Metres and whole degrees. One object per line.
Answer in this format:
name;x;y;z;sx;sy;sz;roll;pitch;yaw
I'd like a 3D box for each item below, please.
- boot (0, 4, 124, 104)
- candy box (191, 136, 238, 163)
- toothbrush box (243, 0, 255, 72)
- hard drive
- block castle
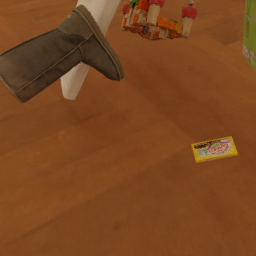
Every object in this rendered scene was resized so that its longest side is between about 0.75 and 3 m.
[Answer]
boot;-1.342;-1.186;5.768;2.142;1.947;0.777;-43;31;-9
candy box;1.833;0.458;5.975;0.867;0.114;0.443;-12;53;8
toothbrush box;3.196;-1.677;5.496;1.009;1.707;2.345;-13;43;7
hard drive;-1.116;-2.432;7.128;0.391;2.931;1.933;9;43;-29
block castle;0.867;-3.593;8.947;1.628;1.143;2.437;10;9;-26
